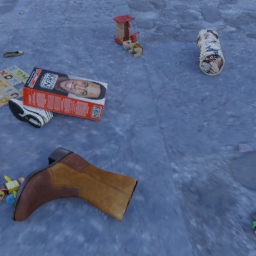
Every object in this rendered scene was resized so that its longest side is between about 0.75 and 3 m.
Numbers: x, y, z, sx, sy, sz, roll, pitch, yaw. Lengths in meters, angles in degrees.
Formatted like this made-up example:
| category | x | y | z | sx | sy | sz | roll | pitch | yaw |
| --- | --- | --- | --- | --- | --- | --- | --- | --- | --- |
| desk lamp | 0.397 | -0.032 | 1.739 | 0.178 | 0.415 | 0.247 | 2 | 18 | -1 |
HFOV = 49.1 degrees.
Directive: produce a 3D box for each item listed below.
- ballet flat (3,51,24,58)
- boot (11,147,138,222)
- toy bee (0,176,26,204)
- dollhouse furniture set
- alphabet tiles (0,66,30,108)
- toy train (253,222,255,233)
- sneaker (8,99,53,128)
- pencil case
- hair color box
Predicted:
| category | x | y | z | sx | sy | sz | roll | pitch | yaw |
| --- | --- | --- | --- | --- | --- | --- | --- | --- | --- |
| ballet flat | -5.381 | -3.496 | 13.132 | 0.929 | 0.215 | 0.313 | -13 | 44 | -14 |
| boot | -1.282 | 1.805 | 7.152 | 2.553 | 0.874 | 2.403 | 23 | 39 | 13 |
| toy bee | -3.079 | 1.631 | 7.162 | 0.895 | 0.743 | 1.367 | 25 | 48 | 22 |
| dollhouse furniture set | 0.171 | -4.469 | 13.478 | 0.899 | 1.190 | 2.212 | -21 | 46 | -21 |
| alphabet tiles | -5.130 | -1.556 | 11.102 | 2.314 | 0.104 | 2.769 | 33 | 52 | 31 |
| toy train | 3.906 | 1.901 | 6.933 | 2.251 | 0.635 | 0.470 | -28 | 49 | -26 |
| sneaker | -3.337 | -0.641 | 9.845 | 1.666 | 0.629 | 0.959 | 29 | 41 | 18 |
| pencil case | 3.595 | -3.450 | 12.399 | 0.992 | 1.140 | 2.550 | -27 | 34 | 30 |
| hair color box | -2.125 | -1.187 | 9.751 | 2.646 | 0.810 | 1.343 | 12 | 42 | -9 |
